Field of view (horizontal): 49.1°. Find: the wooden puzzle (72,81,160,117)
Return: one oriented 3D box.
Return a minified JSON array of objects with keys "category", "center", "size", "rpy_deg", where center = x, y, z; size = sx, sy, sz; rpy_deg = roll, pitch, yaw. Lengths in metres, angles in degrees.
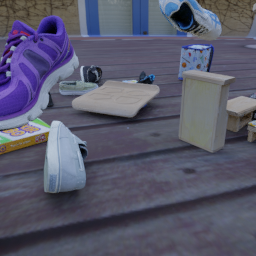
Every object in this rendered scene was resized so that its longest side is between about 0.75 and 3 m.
[{"category":"wooden puzzle","center":[-0.363,-1.041,10.629],"size":[2.521,0.630,2.722],"rpy_deg":[9,29,21]}]

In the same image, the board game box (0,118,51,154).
[{"category":"board game box","center":[-3.289,0.250,7.800],"size":[2.650,0.397,1.266],"rpy_deg":[-15,27,-38]}]

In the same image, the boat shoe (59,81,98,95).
[{"category":"boat shoe","center":[-2.174,-1.803,12.331],"size":[1.712,0.531,0.616],"rpy_deg":[-7,41,-7]}]

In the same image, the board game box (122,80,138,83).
[{"category":"board game box","center":[0.199,-2.121,13.669],"size":[0.703,0.219,0.932],"rpy_deg":[-8,24,-18]}]

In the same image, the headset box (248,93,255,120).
[{"category":"headset box","center":[4.801,-0.763,9.879],"size":[1.170,0.591,1.575],"rpy_deg":[17,28,35]}]

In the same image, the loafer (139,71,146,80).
[{"category":"loafer","center":[0.785,-2.808,15.115],"size":[0.370,0.383,1.091],"rpy_deg":[2,23,5]}]

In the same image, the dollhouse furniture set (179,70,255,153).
[{"category":"dollhouse furniture set","center":[2.936,-0.768,8.141],"size":[2.972,1.934,2.730],"rpy_deg":[-18,29,-36]}]

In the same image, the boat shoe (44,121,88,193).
[{"category":"boat shoe","center":[-1.389,0.614,6.388],"size":[0.924,0.905,2.594],"rpy_deg":[8,22,-17]}]

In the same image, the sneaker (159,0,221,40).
[{"category":"sneaker","center":[1.812,-3.006,7.930],"size":[0.976,0.984,2.716],"rpy_deg":[-17,-20,41]}]

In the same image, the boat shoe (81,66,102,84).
[{"category":"boat shoe","center":[-1.773,-2.581,13.864],"size":[0.832,1.019,2.757],"rpy_deg":[-4,14,2]}]

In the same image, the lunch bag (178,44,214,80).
[{"category":"lunch bag","center":[3.784,-3.524,14.983],"size":[1.312,1.801,2.119],"rpy_deg":[22,29,32]}]

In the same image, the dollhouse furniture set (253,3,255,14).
[{"category":"dollhouse furniture set","center":[3.395,-1.838,5.525],"size":[1.917,2.248,1.098],"rpy_deg":[29,-24,-20]}]

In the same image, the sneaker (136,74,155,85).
[{"category":"sneaker","center":[0.779,-2.116,12.925],"size":[0.567,0.634,1.549],"rpy_deg":[41,32,1]}]

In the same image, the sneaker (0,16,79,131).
[{"category":"sneaker","center":[-1.567,-0.879,3.953],"size":[0.997,1.031,2.472],"rpy_deg":[5,41,14]}]

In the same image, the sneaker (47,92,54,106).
[{"category":"sneaker","center":[-3.218,-1.233,11.117],"size":[0.446,0.533,1.174],"rpy_deg":[-14,25,-26]}]
